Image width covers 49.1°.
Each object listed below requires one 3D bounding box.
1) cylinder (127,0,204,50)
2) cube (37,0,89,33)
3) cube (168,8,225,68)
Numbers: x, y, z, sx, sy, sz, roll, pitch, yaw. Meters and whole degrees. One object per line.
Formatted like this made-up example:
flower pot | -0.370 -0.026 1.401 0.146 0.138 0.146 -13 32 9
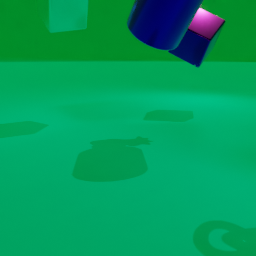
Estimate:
cylinder | 0.814 -2.656 6.158 1.343 1.343 1.343 13 47 -15
cube | -2.054 -3.883 8.721 1.230 1.230 1.230 -17 54 -27
cube | 2.539 -3.419 10.505 1.384 1.384 1.384 32 61 13
